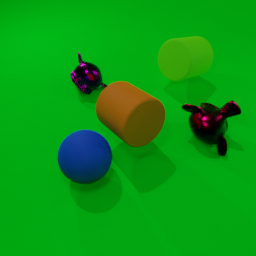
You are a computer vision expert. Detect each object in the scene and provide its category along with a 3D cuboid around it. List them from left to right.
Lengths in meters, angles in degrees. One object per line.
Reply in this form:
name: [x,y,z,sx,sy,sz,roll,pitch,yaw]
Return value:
ball: [-1.036,0.695,6.783,1.309,1.309,1.309,0,51,0]
monkey head: [-1.375,-1.722,9.180,0.942,1.563,1.125,-43,34,0]
cylinder: [0.050,-0.367,7.030,1.290,1.290,1.290,-30,41,-22]
cylinder: [1.855,-2.244,9.027,1.295,1.295,1.295,-21,51,-41]
monkey head: [2.350,-0.176,7.647,1.806,1.299,1.088,51,54,-4]
